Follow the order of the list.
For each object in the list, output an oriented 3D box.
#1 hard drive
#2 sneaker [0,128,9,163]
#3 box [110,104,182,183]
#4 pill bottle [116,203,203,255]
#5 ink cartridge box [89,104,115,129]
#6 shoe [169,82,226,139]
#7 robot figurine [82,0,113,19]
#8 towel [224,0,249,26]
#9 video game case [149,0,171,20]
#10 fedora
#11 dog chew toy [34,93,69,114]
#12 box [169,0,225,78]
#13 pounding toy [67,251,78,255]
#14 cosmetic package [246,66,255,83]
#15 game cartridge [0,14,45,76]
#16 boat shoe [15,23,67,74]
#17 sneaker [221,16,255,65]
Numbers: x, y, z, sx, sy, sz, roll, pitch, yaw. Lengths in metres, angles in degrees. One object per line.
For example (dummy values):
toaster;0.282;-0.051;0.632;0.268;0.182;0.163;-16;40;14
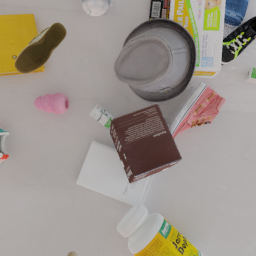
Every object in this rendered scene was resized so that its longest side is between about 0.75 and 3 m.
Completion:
hard drive;-0.375;1.555;9.424;2.328;0.306;1.535;21;86;2
sneaker;-4.642;1.109;9.160;1.182;0.890;2.529;12;83;6
box;0.465;0.514;8.659;1.516;1.532;1.846;-19;75;-11
pill bottle;0.947;3.619;8.684;2.609;1.471;1.471;43;87;3
ink cartridge box;-0.850;-0.387;9.344;0.776;0.567;0.326;37;106;-8
shoe;2.215;-0.322;9.297;1.080;0.848;2.373;36;84;5
robot figurine;-1.134;-4.563;9.577;1.365;0.909;1.609;-1;85;-26
towel;3.711;-4.743;9.785;1.206;0.524;2.160;18;86;1
video game case;1.532;-4.501;9.930;1.448;0.204;1.602;6;85;1
fedora;0.570;-1.936;8.398;2.868;1.295;2.537;-3;103;38
dog chew toy;-2.601;-0.831;9.436;1.154;0.718;0.718;3;86;7
box;2.120;-3.140;8.953;1.630;1.469;2.898;3;92;7
pounding toy;-1.666;4.217;7.879;0.625;1.348;1.040;-6;41;-7
cosmetic package;4.567;-1.770;9.649;0.846;0.359;0.455;14;84;3
game cartridge;-3.933;-2.829;9.513;1.811;0.333;2.054;-10;84;-19
boat shoe;-2.465;-2.227;7.890;1.776;0.589;0.657;-46;121;-11
sneaker;3.840;-3.106;9.457;0.805;0.930;2.246;45;87;3
